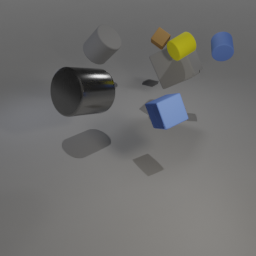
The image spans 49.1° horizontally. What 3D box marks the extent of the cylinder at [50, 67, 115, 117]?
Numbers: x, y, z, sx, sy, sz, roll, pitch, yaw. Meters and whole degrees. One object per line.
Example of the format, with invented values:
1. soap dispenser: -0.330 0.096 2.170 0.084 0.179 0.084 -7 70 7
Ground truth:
1. cylinder: -1.335 -1.089 8.377 1.400 1.400 1.400 23 21 34

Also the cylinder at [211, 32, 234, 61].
1. cylinder: 3.147 -2.722 9.366 0.700 0.700 0.700 4 54 7

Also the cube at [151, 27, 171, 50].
1. cube: 1.609 -4.401 13.818 0.700 0.700 0.700 37 5 3

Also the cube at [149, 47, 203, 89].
1. cube: 1.922 -2.536 11.008 1.400 1.400 1.400 -20 9 32

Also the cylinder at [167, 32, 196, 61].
1. cylinder: 1.758 -2.690 9.229 0.700 0.700 0.700 -33 39 -12

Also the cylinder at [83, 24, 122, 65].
1. cylinder: -1.268 -4.070 13.732 1.400 1.400 1.400 -31 4 44

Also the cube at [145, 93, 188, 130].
1. cube: 0.973 -0.424 7.123 0.700 0.700 0.700 -25 12 -18
